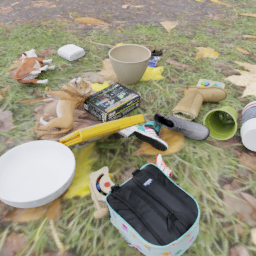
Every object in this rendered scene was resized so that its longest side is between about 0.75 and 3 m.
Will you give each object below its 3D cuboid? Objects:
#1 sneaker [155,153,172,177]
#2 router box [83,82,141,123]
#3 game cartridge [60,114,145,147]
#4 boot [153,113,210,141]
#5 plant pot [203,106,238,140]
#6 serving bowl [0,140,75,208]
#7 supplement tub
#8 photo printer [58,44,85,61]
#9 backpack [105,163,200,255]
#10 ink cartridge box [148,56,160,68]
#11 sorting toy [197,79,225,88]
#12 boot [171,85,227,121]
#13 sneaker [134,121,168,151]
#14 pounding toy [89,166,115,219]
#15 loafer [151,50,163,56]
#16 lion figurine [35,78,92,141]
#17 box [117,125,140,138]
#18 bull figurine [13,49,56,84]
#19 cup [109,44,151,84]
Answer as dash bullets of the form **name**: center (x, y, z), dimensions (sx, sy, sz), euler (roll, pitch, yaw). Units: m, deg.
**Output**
- **sneaker**: center (1.206, 1.359, 9.583), dimensions (0.592, 0.369, 1.104), euler (8, 44, 7)
- **router box**: center (-0.674, -1.116, 12.295), dimensions (2.056, 0.639, 1.541), euler (-33, 50, -32)
- **game cartridge**: center (-0.940, 0.124, 9.790), dimensions (2.410, 0.391, 2.125), euler (-14, -3, -31)
- **boot**: center (1.980, -0.020, 10.560), dimensions (1.960, 0.684, 1.290), euler (18, 7, 34)
- **plant pot**: center (3.803, -0.321, 11.090), dimensions (1.267, 1.267, 1.203), euler (23, 32, 25)
- **serving bowl**: center (-2.937, 1.538, 8.955), dimensions (2.597, 0.854, 2.597), euler (-1, 39, 1)
- **supplement tub**: center (4.953, -0.092, 10.602), dimensions (1.249, 1.249, 1.780), euler (14, 42, 16)
- **photo printer**: center (-3.369, -4.444, 16.388), dimensions (1.341, 0.466, 1.116), euler (30, 50, 31)
- **backpack**: center (0.732, 2.325, 7.360), dimensions (1.966, 1.714, 2.236), euler (-31, 38, -28)
- **ink cartridge box**: center (1.404, -3.752, 15.785), dimensions (0.515, 0.203, 1.035), euler (15, 43, 16)
- **sorting toy**: center (3.967, -1.940, 13.582), dimensions (1.279, 0.252, 1.381), euler (15, 43, 17)
- **boot**: center (3.144, -1.030, 12.197), dimensions (1.917, 0.724, 2.189), euler (6, 38, 28)
- **sneaker**: center (1.079, 0.238, 10.741), dimensions (1.531, 0.640, 0.924), euler (29, 57, 31)
- **pounding toy**: center (-0.623, 1.844, 8.484), dimensions (1.014, 1.018, 1.774), euler (-11, 41, -6)
- **loafer**: center (1.643, -4.411, 16.438), dimensions (0.991, 0.354, 0.362), euler (-25, 46, -26)
- **lion figurine**: center (-2.551, -0.736, 11.335), dimensions (1.791, 1.059, 2.924), euler (11, 75, -7)
- **box**: center (0.040, 0.050, 11.307), dimensions (0.589, 0.148, 0.816), euler (29, 49, 30)
- **bull figurine**: center (-4.827, -3.145, 14.457), dimensions (1.807, 0.969, 2.976), euler (0, 40, 0)
- **cup**: center (0.087, -3.069, 13.977), dimensions (2.052, 1.467, 2.052), euler (0, 39, 0)
